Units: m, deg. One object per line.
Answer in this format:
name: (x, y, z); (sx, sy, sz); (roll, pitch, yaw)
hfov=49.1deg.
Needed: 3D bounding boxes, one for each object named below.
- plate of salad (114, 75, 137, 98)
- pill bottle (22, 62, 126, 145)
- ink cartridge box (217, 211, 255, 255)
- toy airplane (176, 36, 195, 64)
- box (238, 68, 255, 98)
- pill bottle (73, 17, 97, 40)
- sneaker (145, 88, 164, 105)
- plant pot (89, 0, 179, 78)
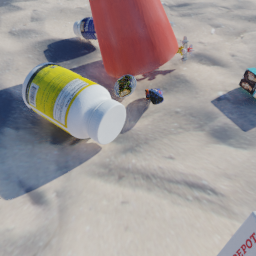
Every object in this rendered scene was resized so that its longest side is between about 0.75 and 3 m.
plate of salad: (-0.112, -1.350, 8.916); (0.825, 0.198, 0.825); (-12, 66, 27)
pill bottle: (-1.492, -0.677, 7.856); (2.785, 1.566, 1.566); (29, 51, 26)
ink cartridge box: (2.439, 2.766, 3.804); (1.152, 2.040, 2.780); (-2, 40, -20)
toy airplane: (2.086, -2.868, 10.374); (0.780, 0.777, 0.551); (42, 18, -15)
box: (4.394, -1.264, 9.045); (0.400, 0.669, 1.626); (-10, 44, -28)
pill bottle: (-1.501, -4.177, 11.761); (1.624, 0.901, 0.901); (13, 44, 32)
sneaker: (0.891, -1.057, 8.763); (0.474, 0.455, 1.208); (-16, 22, -8)
plant pot: (0.070, -3.530, 9.525); (2.870, 2.540, 2.870); (-16, 35, 12)
